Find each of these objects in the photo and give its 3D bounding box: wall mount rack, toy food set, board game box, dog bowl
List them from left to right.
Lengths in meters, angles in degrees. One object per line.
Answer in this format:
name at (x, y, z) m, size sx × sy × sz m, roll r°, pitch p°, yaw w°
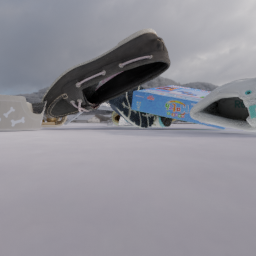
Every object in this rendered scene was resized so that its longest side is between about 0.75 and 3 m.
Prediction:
dog bowl at (-2.421, -0.235, 4.932) m, size 1.927 × 0.565 × 1.927 m, roll 1°, pitch 1°, yaw 0°
toy food set at (-3.227, -0.355, 9.288) m, size 2.138 × 0.646 × 1.534 m, roll 0°, pitch 1°, yaw -26°
wall mount rack at (-1.668, -0.545, 11.900) m, size 2.546 × 1.093 × 2.930 m, roll 4°, pitch 1°, yaw 3°
board game box at (1.500, -0.601, 6.568) m, size 1.940 × 0.469 × 2.564 m, roll 14°, pitch 17°, yaw 24°

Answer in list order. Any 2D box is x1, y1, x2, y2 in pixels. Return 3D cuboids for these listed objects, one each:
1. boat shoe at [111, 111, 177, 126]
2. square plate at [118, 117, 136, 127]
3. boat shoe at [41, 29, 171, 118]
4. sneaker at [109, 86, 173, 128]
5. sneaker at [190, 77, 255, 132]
boat shoe at (0.736, -0.456, 10.269) m, size 2.671 × 0.979 × 0.837 m, roll -10°, pitch 6°, yaw -2°
square plate at (0.639, -0.565, 9.456) m, size 1.684 × 0.242 × 1.700 m, roll -1°, pitch 41°, yaw 13°
boat shoe at (-0.501, -0.859, 5.467) m, size 2.833 × 0.807 × 0.947 m, roll -31°, pitch -27°, yaw 12°
sneaker at (0.204, -0.420, 7.690) m, size 1.166 × 1.048 × 2.701 m, roll -5°, pitch -11°, yaw 33°
sneaker at (2.006, -0.311, 3.351) m, size 1.230 × 1.046 × 2.780 m, roll -14°, pitch 2°, yaw -36°
